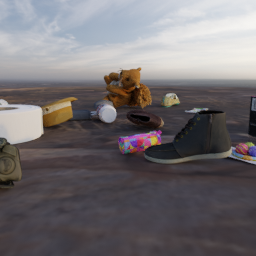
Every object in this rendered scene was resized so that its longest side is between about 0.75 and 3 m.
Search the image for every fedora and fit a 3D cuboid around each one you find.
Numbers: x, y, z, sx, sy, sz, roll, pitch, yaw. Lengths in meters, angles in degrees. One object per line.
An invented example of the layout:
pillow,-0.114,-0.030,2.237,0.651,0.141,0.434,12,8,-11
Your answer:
fedora,-2.324,-0.450,9.016,1.640,0.669,1.640,-21,4,2

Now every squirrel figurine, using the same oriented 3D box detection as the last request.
squirrel figurine,0.125,-2.052,14.112,2.488,1.761,2.322,24,-34,-23

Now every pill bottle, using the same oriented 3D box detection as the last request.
pill bottle,-0.763,-0.527,10.035,0.623,0.623,1.076,-2,10,-13

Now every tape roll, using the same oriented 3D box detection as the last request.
tape roll,-3.457,-0.136,7.452,2.252,0.788,2.252,0,10,0

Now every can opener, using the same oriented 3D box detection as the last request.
can opener,-1.619,-0.689,10.622,2.159,0.722,0.576,-4,11,-21

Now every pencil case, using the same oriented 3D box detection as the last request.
pencil case,0.261,0.292,5.989,0.919,0.406,0.406,-12,14,-20

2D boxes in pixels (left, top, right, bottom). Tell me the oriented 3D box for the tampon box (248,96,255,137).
tampon box,4.323,-0.276,7.347,1.739,1.098,1.303,-3,11,-18

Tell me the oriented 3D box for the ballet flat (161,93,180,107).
ballet flat,2.398,-1.589,15.610,0.751,0.751,2.123,5,12,27

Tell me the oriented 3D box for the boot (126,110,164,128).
boot,0.344,-0.370,8.846,1.449,0.524,1.205,16,1,30

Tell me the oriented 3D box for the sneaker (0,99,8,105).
sneaker,-5.897,-0.792,11.000,2.275,0.883,1.038,1,14,15

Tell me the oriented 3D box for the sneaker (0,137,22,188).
sneaker,-2.244,0.540,3.669,1.226,0.818,2.140,-5,4,10

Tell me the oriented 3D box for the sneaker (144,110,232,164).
sneaker,1.061,0.143,5.285,1.623,0.862,0.607,-8,14,13

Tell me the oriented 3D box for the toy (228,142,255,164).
toy,2.326,0.442,5.669,0.728,0.299,1.265,-11,15,-44

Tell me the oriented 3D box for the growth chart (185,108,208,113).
growth chart,3.178,-0.797,12.868,0.858,0.105,1.186,4,13,38
